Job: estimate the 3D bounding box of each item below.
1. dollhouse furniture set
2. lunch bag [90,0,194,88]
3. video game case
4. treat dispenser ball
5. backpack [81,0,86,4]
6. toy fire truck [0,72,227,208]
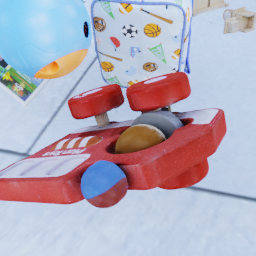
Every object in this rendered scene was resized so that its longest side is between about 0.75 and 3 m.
[{"bbox_3d":[1.786,-3.320,6.810,2.731,2.329,1.333,-21,37,-20],"label":"dollhouse furniture set"},{"bbox_3d":[0.392,-1.956,6.439,2.232,2.786,1.053,8,59,9],"label":"lunch bag"},{"bbox_3d":[-2.763,-2.234,6.865,2.338,2.565,0.282,-49,14,-2],"label":"video game case"},{"bbox_3d":[-1.443,-1.660,4.789,1.643,1.643,1.643,0,41,0],"label":"treat dispenser ball"},{"bbox_3d":[-2.237,-3.931,8.076,2.100,2.575,1.980,17,21,-38],"label":"backpack"},{"bbox_3d":[-0.209,0.344,3.986,2.870,1.609,2.410,-6,19,34],"label":"toy fire truck"}]
